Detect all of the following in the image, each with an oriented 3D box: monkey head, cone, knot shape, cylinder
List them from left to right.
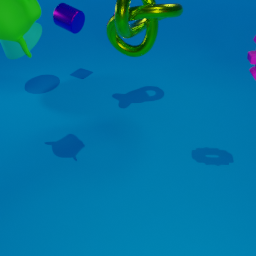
[{"bbox_3d":[-1.658,-1.537,3.771,1.331,0.957,0.802,39,80,-7],"label":"monkey head"},{"bbox_3d":[-3.573,-3.046,8.186,1.454,1.459,1.454,-14,57,22],"label":"cone"},{"bbox_3d":[-1.878,-3.508,8.962,0.734,0.734,0.734,29,43,13],"label":"cylinder"},{"bbox_3d":[0.239,-2.581,6.986,2.010,1.881,0.929,-7,64,-39],"label":"knot shape"}]

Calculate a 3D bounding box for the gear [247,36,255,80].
[{"bbox_3d":[2.247,-1.024,3.888,1.066,1.066,0.197,2,36,3],"label":"gear"}]
